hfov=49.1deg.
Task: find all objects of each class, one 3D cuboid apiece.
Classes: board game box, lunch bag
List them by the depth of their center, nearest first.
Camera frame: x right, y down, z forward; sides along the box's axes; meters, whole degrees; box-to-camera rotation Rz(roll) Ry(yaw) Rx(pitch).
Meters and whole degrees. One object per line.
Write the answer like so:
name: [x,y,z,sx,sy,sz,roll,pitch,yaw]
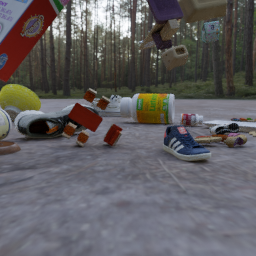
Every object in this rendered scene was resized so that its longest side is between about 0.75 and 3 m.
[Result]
board game box: [-2.187,-2.554,5.320,2.140,2.797,0.564,39,1,28]
lunch bag: [3.527,-4.132,11.962,0.686,0.805,0.491,-11,46,-4]

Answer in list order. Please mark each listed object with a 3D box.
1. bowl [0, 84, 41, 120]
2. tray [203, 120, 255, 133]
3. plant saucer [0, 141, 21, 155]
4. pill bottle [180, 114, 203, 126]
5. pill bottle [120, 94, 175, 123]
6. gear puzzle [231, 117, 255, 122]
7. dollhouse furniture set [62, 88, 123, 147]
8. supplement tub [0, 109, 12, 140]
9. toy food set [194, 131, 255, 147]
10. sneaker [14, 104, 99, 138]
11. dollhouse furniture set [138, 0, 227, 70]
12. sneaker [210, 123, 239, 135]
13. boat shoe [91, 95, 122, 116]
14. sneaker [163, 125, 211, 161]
bowl: [-4.939,-0.937,12.461,1.863,1.863,1.002,2,51,13]
tray: [3.704,-0.057,9.549,2.053,0.228,1.102,7,9,44]
plant saucer: [-2.850,0.428,6.084,0.981,0.169,0.981,0,7,0]
pill bottle: [2.386,-0.300,10.527,0.813,0.459,0.459,3,8,13]
pill bottle: [0.808,-0.808,11.523,2.134,1.185,1.185,2,8,15]
gear puzzle: [5.202,-0.379,12.231,1.279,0.168,0.662,1,8,9]
dollhouse furniture set: [-0.769,-0.108,6.563,1.261,1.275,0.657,31,5,-10]
supplement tub: [-3.551,-0.031,6.831,0.870,0.870,1.200,2,8,13]
toy food set: [2.329,0.306,6.895,1.523,0.240,0.968,-5,5,21]
sneaker: [-1.921,-0.111,8.037,2.414,0.892,0.957,-11,21,-28]
dollhouse furniture set: [1.417,-2.318,7.071,2.253,1.785,1.599,-19,-8,-21]
sneaker: [2.910,0.017,8.459,1.008,0.371,0.403,-3,6,-24]
boat shoe: [-0.662,-1.227,14.830,2.881,1.006,1.021,2,21,20]
sneaker: [1.129,0.257,5.656,0.540,0.609,1.441,-3,9,-24]
